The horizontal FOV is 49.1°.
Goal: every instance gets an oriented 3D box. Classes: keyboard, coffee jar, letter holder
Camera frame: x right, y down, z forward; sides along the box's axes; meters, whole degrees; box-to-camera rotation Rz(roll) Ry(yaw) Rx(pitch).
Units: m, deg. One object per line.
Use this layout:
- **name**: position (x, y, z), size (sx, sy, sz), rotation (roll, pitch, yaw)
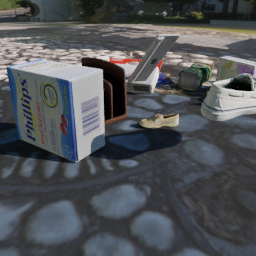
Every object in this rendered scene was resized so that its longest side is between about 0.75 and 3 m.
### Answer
- **keyboard**: position (0.818, -2.385, 9.971), size (0.839, 0.159, 2.982), rotation (-14, -14, -24)
- **coffee jar**: position (3.190, -2.454, 13.109), size (1.096, 0.897, 2.101), rotation (17, 31, 26)
- **letter holder**: position (-1.344, -1.410, 9.776), size (1.298, 1.835, 2.582), rotation (-20, 32, -37)

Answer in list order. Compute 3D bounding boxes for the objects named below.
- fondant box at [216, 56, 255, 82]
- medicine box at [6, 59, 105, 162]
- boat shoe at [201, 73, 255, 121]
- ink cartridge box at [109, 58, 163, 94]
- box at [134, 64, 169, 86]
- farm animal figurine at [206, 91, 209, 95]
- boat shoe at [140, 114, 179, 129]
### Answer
- **fondant box**: position (4.664, -2.175, 11.925), size (0.569, 1.410, 1.955), rotation (-13, 28, -26)
- **medicine box**: position (-1.896, -0.557, 7.539), size (2.372, 2.160, 1.221), rotation (16, 29, 30)
- **boat shoe**: position (2.823, -0.856, 6.721), size (2.593, 0.866, 0.954), rotation (-21, 43, -38)
- **ink cartridge box**: position (0.038, -2.679, 12.946), size (2.813, 0.612, 2.441), rotation (8, 51, 16)
- **box**: position (0.566, -2.682, 14.177), size (1.735, 0.464, 2.865), rotation (-18, 32, -34)
- **farm animal figurine**: position (3.400, -1.208, 11.021), size (0.959, 0.500, 0.949), rotation (-15, 16, -15)
- **boat shoe**: position (1.006, -0.265, 8.995), size (1.277, 0.415, 0.461), rotation (-3, 25, -6)
